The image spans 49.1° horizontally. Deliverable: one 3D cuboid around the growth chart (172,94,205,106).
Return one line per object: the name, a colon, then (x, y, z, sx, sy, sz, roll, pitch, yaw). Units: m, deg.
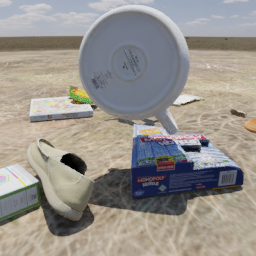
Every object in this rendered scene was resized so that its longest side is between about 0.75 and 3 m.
growth chart: (2.821, -1.559, 15.144, 2.275, 0.202, 1.646, -16, 25, -37)

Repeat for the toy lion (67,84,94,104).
toy lion: (-2.108, -1.622, 14.233, 1.924, 0.661, 1.845, 4, 20, -39)

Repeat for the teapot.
teapot: (0.259, -1.468, 6.937, 2.739, 2.775, 2.027, 17, 10, 10)

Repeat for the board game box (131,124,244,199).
board game box: (1.207, 0.685, 7.958, 2.911, 0.898, 2.909, -4, 21, -11)

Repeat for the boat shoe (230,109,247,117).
boat shoe: (5.009, -0.691, 12.695, 0.247, 0.274, 0.762, -9, 23, -41)

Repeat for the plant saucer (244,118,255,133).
plant saucer: (5.352, -0.090, 11.015, 1.458, 0.273, 1.458, -1, 20, 0)

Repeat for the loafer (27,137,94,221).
loafer: (-1.541, 0.962, 6.626, 0.981, 1.087, 2.874, -47, 41, -3)

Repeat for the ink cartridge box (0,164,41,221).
ink cartridge box: (-3.121, 1.550, 5.963, 2.172, 0.644, 1.127, -18, 27, -40)

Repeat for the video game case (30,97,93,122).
video game case: (-3.242, -1.008, 13.418, 2.707, 0.340, 2.975, -6, 21, -15)
